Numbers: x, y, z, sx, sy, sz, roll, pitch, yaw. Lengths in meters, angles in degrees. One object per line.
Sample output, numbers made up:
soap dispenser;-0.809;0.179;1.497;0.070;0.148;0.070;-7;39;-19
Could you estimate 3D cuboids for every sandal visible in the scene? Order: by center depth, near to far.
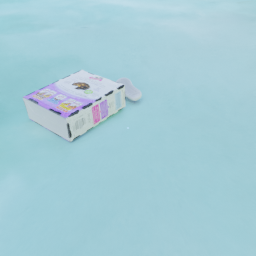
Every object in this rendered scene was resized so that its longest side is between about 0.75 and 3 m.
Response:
sandal;-0.022;-1.121;8.517;0.536;0.323;1.316;-28;42;-9

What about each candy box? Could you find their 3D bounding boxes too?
candy box;-1.363;-0.703;7.475;1.732;0.739;2.065;24;43;33
